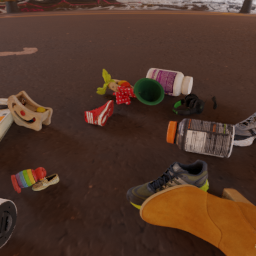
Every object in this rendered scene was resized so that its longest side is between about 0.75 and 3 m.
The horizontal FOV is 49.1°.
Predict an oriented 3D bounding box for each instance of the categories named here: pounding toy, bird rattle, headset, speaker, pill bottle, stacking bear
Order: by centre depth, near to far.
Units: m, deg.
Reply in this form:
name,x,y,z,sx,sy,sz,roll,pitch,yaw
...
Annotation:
name,x,y,z,sx,sy,sz,roll,pitch,yaw
speaker,-4.033,1.979,6.484,2.718,1.104,1.104,8,30,13
stacking bear,-2.736,1.389,7.844,0.892,0.541,0.507,-20,72,-16
pill bottle,2.403,0.285,9.469,2.112,1.122,1.122,10,31,15
pounding toy,-3.929,-0.859,11.370,2.229,1.275,1.279,15,32,24
headset,2.961,-0.946,12.356,1.989,0.935,1.228,-19,28,-2
bird rattle,-0.319,-1.993,13.619,2.315,1.304,1.888,24,21,31
pill bottle,2.061,-2.251,13.955,2.147,1.206,1.206,13,32,21

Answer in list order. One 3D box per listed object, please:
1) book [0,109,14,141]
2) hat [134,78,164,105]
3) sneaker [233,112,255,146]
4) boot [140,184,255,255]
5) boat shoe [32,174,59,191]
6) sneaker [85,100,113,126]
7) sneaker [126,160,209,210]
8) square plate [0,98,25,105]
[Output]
name,x,y,z,sx,sy,sz,roll,pitch,yaw
book,-5.514,-0.027,10.645,1.674,0.602,2.505,-3,29,0
hat,0.844,-1.448,13.530,1.451,1.542,1.752,39,59,5
sneaker,4.542,-0.279,10.087,2.636,1.500,0.995,-8,30,-13
boot,1.872,2.209,6.111,2.872,1.011,2.056,-2,26,-14
boat shoe,-2.390,1.544,8.100,0.795,0.264,0.294,-23,36,-34
sneaker,-1.258,-0.734,11.787,1.001,0.679,1.732,8,29,12
sneaker,1.095,1.438,7.524,2.481,1.004,0.917,-13,32,-22
square plate,-5.372,-1.185,12.494,1.408,0.200,1.395,2,9,-9
